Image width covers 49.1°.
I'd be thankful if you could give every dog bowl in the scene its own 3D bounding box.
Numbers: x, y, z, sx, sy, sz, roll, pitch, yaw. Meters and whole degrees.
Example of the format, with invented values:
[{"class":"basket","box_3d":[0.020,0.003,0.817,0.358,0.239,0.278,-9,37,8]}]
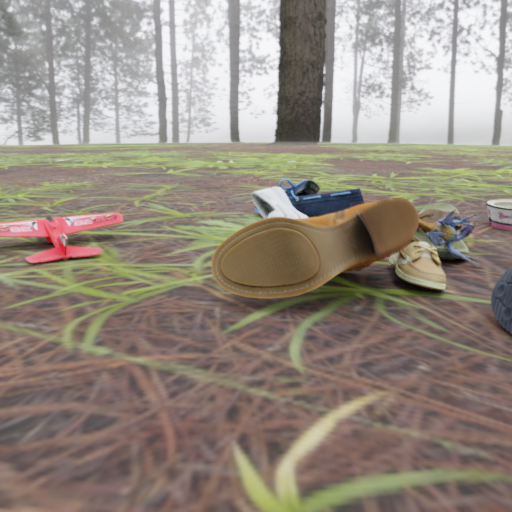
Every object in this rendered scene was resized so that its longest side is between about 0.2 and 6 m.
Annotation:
[{"class":"dog bowl","box_3d":[5.816,-0.880,12.311,1.446,0.533,1.446,0,15,0]}]

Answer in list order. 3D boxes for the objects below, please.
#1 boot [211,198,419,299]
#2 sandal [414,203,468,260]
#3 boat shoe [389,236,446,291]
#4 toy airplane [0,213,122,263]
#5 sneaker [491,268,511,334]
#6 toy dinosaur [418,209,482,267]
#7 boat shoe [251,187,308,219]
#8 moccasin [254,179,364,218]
[{"class":"boot","box_3d":[0.859,-0.117,7.963,2.789,1.069,2.165,-23,-5,5]},{"class":"sandal","box_3d":[3.345,-0.583,10.378,1.022,0.734,2.573,3,26,13]},{"class":"boat shoe","box_3d":[2.410,0.055,8.381,0.625,0.560,1.688,12,14,-8]},{"class":"toy airplane","box_3d":[-3.661,-0.370,10.357,2.749,0.506,2.749,-1,15,0]},{"class":"sneaker","box_3d":[3.498,0.752,5.847,0.986,0.843,2.403,18,9,-17]},{"class":"toy dinosaur","box_3d":[3.115,-0.471,9.143,1.470,0.772,1.334,27,9,16]},{"class":"boat shoe","box_3d":[0.448,-0.580,9.966,0.601,0.662,1.801,-8,39,-23]},{"class":"moccasin","box_3d":[1.259,-1.299,12.986,2.918,0.995,1.174,10,17,33]}]
